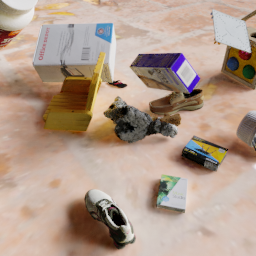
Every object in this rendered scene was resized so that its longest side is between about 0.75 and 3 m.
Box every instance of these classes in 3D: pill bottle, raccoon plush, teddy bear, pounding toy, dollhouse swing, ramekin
[{"bbox_3d":[-2.960,-2.676,6.383,2.260,1.276,1.276,-9,23,49],"label":"pill bottle"},{"bbox_3d":[0.297,-0.193,8.237,2.052,0.993,1.375,20,23,-17],"label":"raccoon plush"},{"bbox_3d":[1.107,-0.178,8.411,0.980,0.327,0.710,-16,34,-7],"label":"teddy bear"},{"bbox_3d":[4.169,-3.079,10.268,1.200,2.305,2.624,-22,44,-24],"label":"pounding toy"},{"bbox_3d":[-1.632,-1.233,8.473,1.859,1.799,2.046,3,41,3],"label":"dollhouse swing"},{"bbox_3d":[3.397,-0.014,7.626,0.981,0.981,0.515,-31,50,-31],"label":"ramekin"}]

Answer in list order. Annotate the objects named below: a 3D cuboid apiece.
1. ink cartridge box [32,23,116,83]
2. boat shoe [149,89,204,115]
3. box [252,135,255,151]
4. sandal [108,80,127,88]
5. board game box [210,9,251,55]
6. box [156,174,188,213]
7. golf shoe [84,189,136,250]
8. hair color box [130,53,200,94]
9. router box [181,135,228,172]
[{"bbox_3d":[-1.853,-2.727,10.220,2.676,1.120,1.941,1,64,5],"label":"ink cartridge box"},{"bbox_3d":[1.566,-0.918,8.953,1.839,0.679,0.696,-11,41,-12],"label":"boat shoe"},{"bbox_3d":[3.833,0.508,7.555,0.833,0.204,0.671,5,40,-2],"label":"box"},{"bbox_3d":[-0.395,-1.644,10.225,0.788,0.178,0.296,19,43,22],"label":"sandal"},{"bbox_3d":[3.113,-2.920,8.543,1.275,0.165,1.275,12,63,-18],"label":"board game box"},{"bbox_3d":[1.032,1.491,6.461,0.647,0.163,0.897,8,39,9],"label":"box"},{"bbox_3d":[-0.381,1.707,5.806,0.609,0.695,1.577,-27,46,-28],"label":"golf shoe"},{"bbox_3d":[0.879,-1.406,7.086,0.537,0.906,1.658,-54,34,-10],"label":"hair color box"},{"bbox_3d":[2.021,0.653,7.395,0.992,0.253,0.740,24,45,26],"label":"router box"}]
